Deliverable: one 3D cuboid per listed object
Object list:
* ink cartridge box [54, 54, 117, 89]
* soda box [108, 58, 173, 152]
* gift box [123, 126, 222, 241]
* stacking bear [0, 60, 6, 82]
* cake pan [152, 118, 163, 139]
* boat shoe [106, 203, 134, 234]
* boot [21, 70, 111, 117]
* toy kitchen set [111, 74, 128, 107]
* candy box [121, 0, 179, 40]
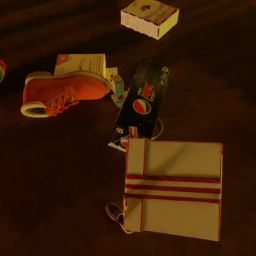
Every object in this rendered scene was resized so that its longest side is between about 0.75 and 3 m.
[{"bbox_3d":[-1.400,-1.941,9.655,2.053,0.693,1.196,-1,51,-1],"label":"ink cartridge box"},{"bbox_3d":[0.296,-0.506,5.951,0.775,0.693,2.189,23,50,-2],"label":"soda box"},{"bbox_3d":[0.609,0.723,4.036,1.420,1.521,1.403,1,82,20],"label":"gift box"},{"bbox_3d":[-4.616,-1.948,9.754,0.636,0.679,1.119,6,44,-4],"label":"stacking bear"},{"bbox_3d":[0.565,-0.010,8.436,0.966,0.177,0.966,0,51,0],"label":"cake pan"},{"bbox_3d":[-0.188,2.089,6.654,0.330,0.329,0.914,-32,58,-23],"label":"boat shoe"},{"bbox_3d":[-1.948,-0.953,8.739,2.808,1.054,1.506,-2,54,9],"label":"boot"},{"bbox_3d":[0.235,-1.176,8.783,1.363,1.092,0.803,-20,54,-15],"label":"toy kitchen set"},{"bbox_3d":[0.915,-4.712,11.878,1.919,0.686,1.610,30,57,21],"label":"candy box"}]
